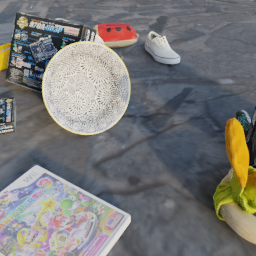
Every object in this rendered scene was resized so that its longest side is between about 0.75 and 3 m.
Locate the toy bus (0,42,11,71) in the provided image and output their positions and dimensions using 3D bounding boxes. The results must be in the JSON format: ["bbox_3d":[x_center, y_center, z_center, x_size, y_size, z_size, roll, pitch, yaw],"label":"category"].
[{"bbox_3d":[-4.752,-2.726,10.722,0.828,0.689,2.115,25,43,30],"label":"toy bus"}]

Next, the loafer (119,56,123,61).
[{"bbox_3d":[-0.666,-1.805,9.357,0.757,0.853,2.243,11,38,6],"label":"loafer"}]

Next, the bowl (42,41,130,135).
[{"bbox_3d":[-1.214,-1.051,7.571,2.357,2.357,1.106,-19,16,-24],"label":"bowl"}]

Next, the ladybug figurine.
[{"bbox_3d":[-0.664,-4.211,12.599,2.328,0.838,1.580,-5,37,-6],"label":"ladybug figurine"}]

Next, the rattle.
[{"bbox_3d":[3.002,1.053,4.672,2.820,2.014,1.836,20,22,34],"label":"rattle"}]

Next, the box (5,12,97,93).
[{"bbox_3d":[-2.505,-2.233,8.756,2.823,2.244,0.649,19,12,25],"label":"box"}]

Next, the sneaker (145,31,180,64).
[{"bbox_3d":[1.327,-3.284,11.373,0.837,0.812,2.292,-17,40,-22],"label":"sneaker"}]

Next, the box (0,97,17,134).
[{"bbox_3d":[-3.722,-0.321,7.784,1.125,0.326,1.416,-10,38,-14],"label":"box"}]

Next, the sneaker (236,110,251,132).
[{"bbox_3d":[3.095,-0.181,7.614,0.406,0.345,0.889,-7,36,-3],"label":"sneaker"}]

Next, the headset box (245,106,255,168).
[{"bbox_3d":[4.066,0.057,5.939,2.590,1.928,1.000,9,37,10],"label":"headset box"}]

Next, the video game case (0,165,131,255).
[{"bbox_3d":[-1.460,1.716,5.128,2.490,0.224,1.783,21,41,26],"label":"video game case"}]

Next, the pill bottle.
[{"bbox_3d":[-2.275,-3.056,10.337,1.661,1.661,2.990,-25,43,-30],"label":"pill bottle"}]
